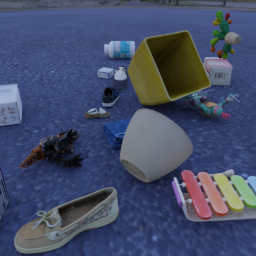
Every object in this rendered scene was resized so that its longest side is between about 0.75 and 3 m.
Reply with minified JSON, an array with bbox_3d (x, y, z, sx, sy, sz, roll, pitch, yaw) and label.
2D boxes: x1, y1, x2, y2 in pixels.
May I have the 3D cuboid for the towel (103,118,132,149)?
[{"bbox_3d":[0.400,0.013,10.382,2.485,0.603,1.387,-12,31,-19],"label":"towel"}]

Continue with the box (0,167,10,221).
[{"bbox_3d":[-3.472,1.744,6.737,0.721,1.170,1.161,-1,29,-2],"label":"box"}]

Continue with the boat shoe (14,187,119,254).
[{"bbox_3d":[-1.397,2.059,6.557,2.499,0.783,0.916,-17,33,-27],"label":"boat shoe"}]

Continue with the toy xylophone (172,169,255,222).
[{"bbox_3d":[2.435,1.641,7.405,2.717,0.683,1.989,-6,29,-11],"label":"toy xylophone"}]

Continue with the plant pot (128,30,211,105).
[{"bbox_3d":[1.546,-2.364,12.387,2.660,2.661,2.347,-22,-2,-34],"label":"plant pot"}]

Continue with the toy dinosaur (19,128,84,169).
[{"bbox_3d":[-2.325,0.721,9.007,1.608,1.210,2.370,4,45,37],"label":"toy dinosaur"}]

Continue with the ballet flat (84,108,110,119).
[{"bbox_3d":[-1.285,-0.633,11.742,1.096,0.396,0.372,-5,30,-9],"label":"ballet flat"}]

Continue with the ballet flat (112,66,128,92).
[{"bbox_3d":[-0.418,-2.780,15.112,0.899,0.899,2.460,3,30,4],"label":"ballet flat"}]

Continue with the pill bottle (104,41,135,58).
[{"bbox_3d":[-0.578,-5.434,19.480,2.092,1.159,1.159,0,29,0],"label":"pill bottle"}]

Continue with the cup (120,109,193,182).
[{"bbox_3d":[0.605,0.677,8.142,2.061,2.061,1.474,25,65,36],"label":"cup"}]

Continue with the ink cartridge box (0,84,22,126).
[{"bbox_3d":[-5.756,-0.923,11.590,2.469,1.035,2.168,-8,30,-14],"label":"ink cartridge box"}]

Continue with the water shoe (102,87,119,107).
[{"bbox_3d":[-0.783,-1.625,13.160,0.660,0.728,1.845,2,29,4],"label":"water shoe"}]

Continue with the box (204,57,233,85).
[{"bbox_3d":[4.958,-3.194,15.628,1.212,1.033,1.896,2,29,4],"label":"box"}]

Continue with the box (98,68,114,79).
[{"bbox_3d":[-1.285,-3.189,16.274,0.700,0.399,0.761,13,31,21],"label":"box"}]

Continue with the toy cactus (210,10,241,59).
[{"bbox_3d":[3.729,-3.397,10.478,0.964,1.885,1.555,-13,29,-10],"label":"toy cactus"}]

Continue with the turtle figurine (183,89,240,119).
[{"bbox_3d":[3.364,-1.017,11.648,1.772,1.192,2.367,7,10,-19],"label":"turtle figurine"}]
